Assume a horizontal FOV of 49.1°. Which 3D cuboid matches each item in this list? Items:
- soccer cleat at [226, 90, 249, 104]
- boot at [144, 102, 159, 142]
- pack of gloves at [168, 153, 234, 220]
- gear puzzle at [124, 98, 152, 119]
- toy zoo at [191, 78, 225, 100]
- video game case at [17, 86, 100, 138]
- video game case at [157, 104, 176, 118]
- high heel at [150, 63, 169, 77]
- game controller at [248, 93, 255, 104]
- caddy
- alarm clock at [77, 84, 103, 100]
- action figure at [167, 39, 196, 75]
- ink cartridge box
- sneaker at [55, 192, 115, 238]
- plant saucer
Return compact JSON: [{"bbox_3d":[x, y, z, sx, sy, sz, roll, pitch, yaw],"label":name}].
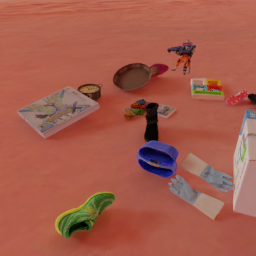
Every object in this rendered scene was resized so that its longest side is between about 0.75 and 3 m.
[{"bbox_3d":[5.275,-1.427,13.585,1.301,0.498,0.434,-29,69,-15],"label":"soccer cleat"},{"bbox_3d":[0.927,-0.226,10.940,0.573,1.139,1.524,1,33,2],"label":"boot"},{"bbox_3d":[2.204,1.743,8.466,1.725,0.340,1.449,30,64,31],"label":"pack of gloves"},{"bbox_3d":[0.398,-0.895,12.816,0.986,0.249,1.904,20,38,28],"label":"gear puzzle"},{"bbox_3d":[4.130,-2.143,14.771,1.570,0.245,2.392,5,33,8],"label":"toy zoo"},{"bbox_3d":[-3.066,-0.827,12.303,2.761,0.304,2.516,-33,44,-28],"label":"video game case"},{"bbox_3d":[1.618,-0.781,12.779,0.821,0.107,0.902,20,37,28],"label":"video game case"},{"bbox_3d":[1.245,-3.085,15.775,2.218,0.748,1.066,-14,22,5],"label":"high heel"},{"bbox_3d":[6.466,-1.126,13.043,0.999,0.403,1.915,-8,34,-12],"label":"game controller"},{"bbox_3d":[0.972,1.030,9.137,1.415,1.000,0.743,16,30,25],"label":"caddy"},{"bbox_3d":[-1.816,-1.828,13.981,1.151,0.568,1.706,17,40,26],"label":"alarm clock"},{"bbox_3d":[1.438,-1.886,7.377,0.477,0.881,0.911,18,3,-41],"label":"action figure"},{"bbox_3d":[4.259,1.056,8.145,1.966,1.975,2.692,10,33,15],"label":"ink cartridge box"},{"bbox_3d":[-1.037,2.348,7.470,1.747,0.647,0.730,-28,44,-23],"label":"sneaker"},{"bbox_3d":[0.246,-2.664,14.950,2.131,0.367,2.131,-10,49,11],"label":"plant saucer"}]
